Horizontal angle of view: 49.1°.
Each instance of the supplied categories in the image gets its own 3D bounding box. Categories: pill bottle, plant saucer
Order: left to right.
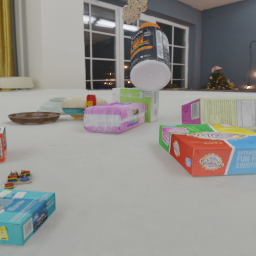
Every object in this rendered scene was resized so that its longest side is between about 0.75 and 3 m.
[{"bbox_3d":[-3.890,-0.418,11.741,2.123,0.340,2.123,-1,10,0],"label":"plant saucer"},{"bbox_3d":[-3.452,-1.262,15.367,2.995,0.752,2.995,0,10,0],"label":"plant saucer"},{"bbox_3d":[0.830,-2.848,10.667,1.480,1.480,2.787,0,51,2],"label":"pill bottle"}]

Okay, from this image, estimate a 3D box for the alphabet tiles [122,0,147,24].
[{"bbox_3d":[0.244,-4.136,9.712,1.078,1.054,0.079,-33,64,-23],"label":"alphabet tiles"}]

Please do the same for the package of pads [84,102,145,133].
[{"bbox_3d":[-0.426,-0.427,10.116,1.433,0.900,2.378,5,11,22],"label":"package of pads"}]

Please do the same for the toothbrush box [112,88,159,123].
[{"bbox_3d":[0.311,-1.013,12.092,1.898,1.382,0.817,6,11,29],"label":"toothbrush box"}]

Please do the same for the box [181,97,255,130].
[{"bbox_3d":[2.877,-0.381,8.823,1.938,0.937,1.705,-1,-3,-7],"label":"box"}]

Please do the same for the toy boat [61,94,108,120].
[{"bbox_3d":[-1.756,-0.747,11.918,2.126,1.175,2.529,2,1,-16],"label":"toy boat"}]

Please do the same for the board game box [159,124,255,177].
[{"bbox_3d":[2.022,0.391,6.518,2.066,0.544,2.700,-1,10,-8],"label":"board game box"}]

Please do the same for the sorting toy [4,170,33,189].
[{"bbox_3d":[-1.936,0.862,5.006,0.421,0.148,0.873,-3,10,-16],"label":"sorting toy"}]

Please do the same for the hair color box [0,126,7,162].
[{"bbox_3d":[-3.827,0.411,6.035,2.191,0.671,1.112,-5,10,-20],"label":"hair color box"}]

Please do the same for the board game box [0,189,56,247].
[{"bbox_3d":[-1.630,1.059,3.498,1.165,0.273,0.880,2,10,10],"label":"board game box"}]
